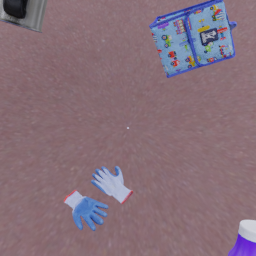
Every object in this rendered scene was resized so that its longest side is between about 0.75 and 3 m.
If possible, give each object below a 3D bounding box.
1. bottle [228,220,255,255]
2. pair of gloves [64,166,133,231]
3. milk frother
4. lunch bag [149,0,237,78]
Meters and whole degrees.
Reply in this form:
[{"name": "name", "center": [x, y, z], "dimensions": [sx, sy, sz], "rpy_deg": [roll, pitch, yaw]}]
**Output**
[{"name": "bottle", "center": [1.338, 1.862, 3.107], "dimensions": [0.522, 0.668, 1.600], "rpy_deg": [4, 95, -25]}, {"name": "pair of gloves", "center": [-0.541, 1.233, 5.178], "dimensions": [1.302, 0.148, 1.047], "rpy_deg": [-43, 46, -20]}, {"name": "milk frother", "center": [-2.825, -3.395, 6.247], "dimensions": [2.020, 1.824, 1.900], "rpy_deg": [17, 102, 1]}, {"name": "lunch bag", "center": [1.477, -1.951, 6.010], "dimensions": [1.647, 1.240, 0.775], "rpy_deg": [-10, 30, 28]}]
